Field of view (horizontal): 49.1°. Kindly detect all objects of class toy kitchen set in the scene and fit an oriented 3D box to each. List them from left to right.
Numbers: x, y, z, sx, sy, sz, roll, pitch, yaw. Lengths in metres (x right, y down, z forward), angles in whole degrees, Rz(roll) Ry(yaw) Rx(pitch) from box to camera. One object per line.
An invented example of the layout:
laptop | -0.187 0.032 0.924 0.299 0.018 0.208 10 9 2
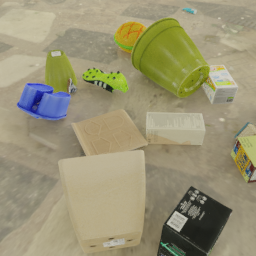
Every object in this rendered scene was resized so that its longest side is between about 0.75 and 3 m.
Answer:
toy kitchen set | 4.932 -0.052 10.474 1.919 1.537 1.131 14 31 -42

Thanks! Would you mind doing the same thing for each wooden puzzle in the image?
wooden puzzle | -0.692 0.305 10.167 2.231 0.516 2.066 -16 47 -21

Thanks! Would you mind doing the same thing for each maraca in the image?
maraca | 0.452 -4.532 14.418 1.907 1.488 2.781 -35 55 -18

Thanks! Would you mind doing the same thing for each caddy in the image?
caddy | -3.106 -0.883 10.471 1.571 1.166 2.222 24 11 4

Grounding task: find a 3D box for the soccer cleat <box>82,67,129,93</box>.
soccer cleat | -1.044 -2.002 12.127 2.462 0.998 0.831 17 59 39

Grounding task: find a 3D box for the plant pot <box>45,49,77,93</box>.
plant pot | -3.066 -2.602 12.378 1.444 1.543 1.444 0 44 0

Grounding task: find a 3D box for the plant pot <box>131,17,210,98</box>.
plant pot | 1.993 -2.776 12.064 2.751 2.751 2.649 -26 62 -24

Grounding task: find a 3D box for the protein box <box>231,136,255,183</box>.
protein box | 4.324 0.977 9.181 1.279 0.863 1.270 -6 45 -6

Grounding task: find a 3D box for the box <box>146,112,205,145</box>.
box | 1.684 0.018 10.215 2.050 0.797 0.973 3 44 3

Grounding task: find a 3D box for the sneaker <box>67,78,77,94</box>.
sneaker | -2.401 -1.842 12.133 0.417 0.769 0.269 -13 51 -30

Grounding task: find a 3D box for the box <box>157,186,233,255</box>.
box | 1.560 2.605 6.839 1.118 1.798 1.336 29 51 26

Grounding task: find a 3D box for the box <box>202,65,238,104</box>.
box | 3.891 -1.907 12.137 0.965 0.869 1.715 -3 44 -5

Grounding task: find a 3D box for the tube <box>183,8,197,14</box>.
tube | 4.126 -7.912 18.782 0.408 0.266 1.054 -21 43 -31

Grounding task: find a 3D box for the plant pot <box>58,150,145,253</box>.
plant pot | -0.557 2.047 7.346 2.176 2.174 1.927 -6 56 -6
